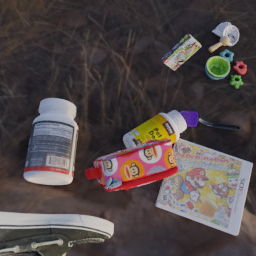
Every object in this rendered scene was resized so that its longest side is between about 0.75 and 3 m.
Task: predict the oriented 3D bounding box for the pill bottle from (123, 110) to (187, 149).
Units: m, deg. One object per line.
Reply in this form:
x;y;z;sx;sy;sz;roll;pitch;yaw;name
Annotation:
0.865;0.218;8.781;1.890;1.032;1.032;-32;72;-11;pill bottle

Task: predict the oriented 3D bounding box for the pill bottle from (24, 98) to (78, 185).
-2.259;0.424;8.514;1.399;1.399;2.414;2;69;1;pill bottle

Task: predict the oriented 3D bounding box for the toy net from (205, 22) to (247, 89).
3.703;-2.865;10.223;1.496;0.551;2.852;14;69;5;toy net

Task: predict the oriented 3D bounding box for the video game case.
2.363;1.725;8.607;2.497;0.286;2.272;19;70;7;video game case

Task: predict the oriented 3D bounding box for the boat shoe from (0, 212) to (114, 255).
-1.650;2.281;5.674;2.881;1.018;0.917;10;58;-24;boat shoe

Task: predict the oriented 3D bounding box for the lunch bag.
-0.037;0.883;6.572;1.927;2.188;0.896;-13;86;-12;lunch bag

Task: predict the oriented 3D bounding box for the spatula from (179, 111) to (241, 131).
2.709;-0.169;9.359;2.139;0.220;0.605;12;64;1;spatula

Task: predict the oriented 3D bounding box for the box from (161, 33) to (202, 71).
1.570;-2.237;8.312;0.592;1.075;0.187;23;39;-36;box
